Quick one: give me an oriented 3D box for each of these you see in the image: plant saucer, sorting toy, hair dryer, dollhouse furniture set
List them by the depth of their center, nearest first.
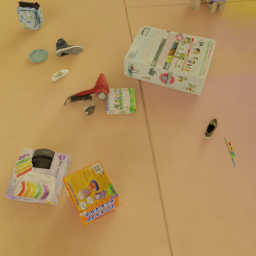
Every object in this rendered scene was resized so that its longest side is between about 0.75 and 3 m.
[{"bbox_3d":[2.572,0.534,7.012,0.124,0.514,0.913,-20,40,16],"label":"sorting toy"},{"bbox_3d":[-1.305,-1.296,9.674,1.380,0.492,1.812,25,59,29],"label":"hair dryer"},{"bbox_3d":[-3.544,-2.841,11.105,0.782,0.107,0.782,0,55,-1],"label":"plant saucer"},{"bbox_3d":[3.639,-6.006,12.777,1.389,0.923,1.217,-13,56,-9],"label":"dollhouse furniture set"}]

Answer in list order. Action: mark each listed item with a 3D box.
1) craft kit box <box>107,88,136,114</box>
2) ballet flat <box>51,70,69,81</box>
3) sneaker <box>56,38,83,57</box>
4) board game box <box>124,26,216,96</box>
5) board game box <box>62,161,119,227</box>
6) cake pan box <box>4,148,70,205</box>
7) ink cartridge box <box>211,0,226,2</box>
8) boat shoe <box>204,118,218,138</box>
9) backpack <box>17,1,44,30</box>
[{"bbox_3d":[-0.244,-0.954,9.743,1.001,0.246,1.014,-4,56,1],"label":"craft kit box"},{"bbox_3d":[-2.536,-2.015,10.453,0.262,0.262,0.755,39,64,23],"label":"ballet flat"},{"bbox_3d":[-2.370,-3.303,11.234,1.075,0.409,0.777,-9,59,-5],"label":"sneaker"},{"bbox_3d":[1.563,-2.584,10.433,2.918,0.938,2.153,16,58,12],"label":"board game box"},{"bbox_3d":[-0.955,1.732,7.378,1.061,1.061,1.062,-24,59,-16],"label":"board game box"},{"bbox_3d":[-2.546,1.351,8.054,1.440,0.409,1.564,9,56,3],"label":"cake pan box"},{"bbox_3d":[4.040,-6.152,12.776,0.716,0.252,1.200,-7,63,-6],"label":"ink cartridge box"},{"bbox_3d":[2.726,-0.026,9.086,0.289,0.244,0.809,25,59,16],"label":"boat shoe"},{"bbox_3d":[-4.112,-4.655,11.787,0.951,1.039,0.764,8,56,7],"label":"backpack"}]
